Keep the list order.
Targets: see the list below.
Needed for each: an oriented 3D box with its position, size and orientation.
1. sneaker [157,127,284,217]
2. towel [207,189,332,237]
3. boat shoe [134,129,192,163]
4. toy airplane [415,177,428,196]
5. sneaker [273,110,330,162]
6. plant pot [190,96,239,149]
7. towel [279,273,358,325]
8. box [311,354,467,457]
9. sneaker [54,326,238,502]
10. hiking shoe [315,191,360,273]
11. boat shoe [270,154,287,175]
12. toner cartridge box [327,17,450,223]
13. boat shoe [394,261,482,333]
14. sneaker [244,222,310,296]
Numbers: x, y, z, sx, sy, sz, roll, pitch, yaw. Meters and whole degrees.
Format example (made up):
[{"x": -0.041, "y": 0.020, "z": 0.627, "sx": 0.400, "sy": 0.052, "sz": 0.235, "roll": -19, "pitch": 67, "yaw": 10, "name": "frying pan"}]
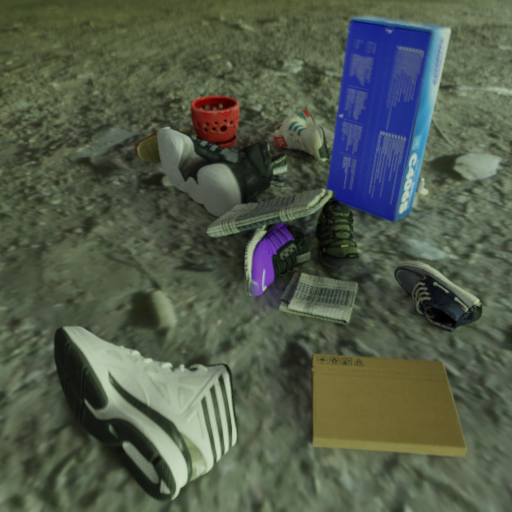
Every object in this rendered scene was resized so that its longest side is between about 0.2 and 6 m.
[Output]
[{"x": -0.857, "y": -2.178, "z": 13.205, "sx": 1.970, "sy": 1.306, "sz": 3.461, "roll": -22, "pitch": 45, "yaw": -29, "name": "sneaker"}, {"x": 0.306, "y": -0.907, "z": 10.754, "sx": 2.033, "sy": 0.365, "sz": 2.112, "roll": -12, "pitch": 10, "yaw": 21, "name": "towel"}, {"x": -2.569, "y": -2.970, "z": 15.019, "sx": 0.668, "sy": 0.712, "sz": 1.977, "roll": 15, "pitch": 29, "yaw": 30, "name": "boat shoe"}, {"x": 3.438, "y": -1.762, "z": 13.067, "sx": 0.958, "sy": 0.676, "sz": 0.954, "roll": -6, "pitch": 53, "yaw": -29, "name": "toy airplane"}, {"x": 1.166, "y": -3.114, "z": 15.215, "sx": 1.208, "sy": 0.910, "sz": 2.584, "roll": -19, "pitch": 36, "yaw": 2, "name": "sneaker"}, {"x": -1.129, "y": -3.655, "z": 15.536, "sx": 1.334, "sy": 1.215, "sz": 1.334, "roll": 0, "pitch": 32, "yaw": 0, "name": "plant pot"}, {"x": 1.095, "y": 0.681, "z": 9.747, "sx": 1.235, "sy": 0.213, "sz": 1.189, "roll": 9, "pitch": 34, "yaw": 15, "name": "towel"}, {"x": 1.726, "y": 2.001, "z": 7.704, "sx": 1.937, "sy": 0.206, "sz": 1.583, "roll": 3, "pitch": 33, "yaw": 4, "name": "box"}, {"x": -1.398, "y": 1.775, "z": 7.520, "sx": 1.685, "sy": 1.105, "sz": 2.929, "roll": -20, "pitch": 44, "yaw": -42, "name": "sneaker"}, {"x": 1.529, "y": -0.472, "z": 10.797, "sx": 0.755, "sy": 1.003, "sz": 1.993, "roll": -4, "pitch": 33, "yaw": -6, "name": "hiking shoe"}, {"x": 0.128, "y": -2.253, "z": 14.053, "sx": 1.469, "sy": 0.468, "sz": 0.519, "roll": -21, "pitch": 38, "yaw": -29, "name": "boat shoe"}, {"x": 2.656, "y": -2.827, "z": 11.772, "sx": 1.838, "sy": 3.869, "sz": 0.835, "roll": 25, "pitch": 35, "yaw": 32, "name": "toner cartridge box"}, {"x": 2.870, "y": 0.650, "z": 9.389, "sx": 0.775, "sy": 0.624, "sz": 1.671, "roll": -19, "pitch": 38, "yaw": -39, "name": "boat shoe"}, {"x": 0.443, "y": -0.011, "z": 10.309, "sx": 1.089, "sy": 0.761, "sz": 2.190, "roll": 7, "pitch": 33, "yaw": 10, "name": "sneaker"}]
